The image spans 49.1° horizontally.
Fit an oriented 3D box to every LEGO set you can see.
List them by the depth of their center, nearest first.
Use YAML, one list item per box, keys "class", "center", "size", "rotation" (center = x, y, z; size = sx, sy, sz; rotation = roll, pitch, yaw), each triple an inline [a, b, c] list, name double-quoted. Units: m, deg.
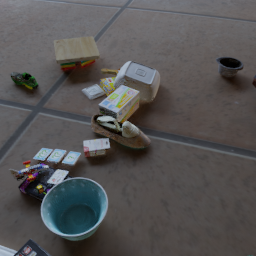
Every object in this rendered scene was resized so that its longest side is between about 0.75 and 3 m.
- class: "LEGO set"
  center: [-2.548, 1.160, 8.627]
  size: [1.497, 0.492, 2.004]
  rotation: [7, 33, 15]

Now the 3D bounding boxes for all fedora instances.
- class: "fedora"
  center: [4.605, -2.766, 12.894]
  size: [1.335, 0.603, 1.181]
  rotation: [-16, 48, -25]

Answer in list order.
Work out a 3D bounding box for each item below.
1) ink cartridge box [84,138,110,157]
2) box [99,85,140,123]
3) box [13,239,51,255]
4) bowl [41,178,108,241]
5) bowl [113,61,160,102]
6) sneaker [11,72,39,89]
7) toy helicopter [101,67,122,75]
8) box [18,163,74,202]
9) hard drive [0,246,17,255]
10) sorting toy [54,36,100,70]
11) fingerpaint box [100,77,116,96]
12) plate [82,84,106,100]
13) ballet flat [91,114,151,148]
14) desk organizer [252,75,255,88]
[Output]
- class: "ink cartridge box"
  center: [-1.058, 0.657, 9.557]
  size: [0.872, 0.294, 0.508]
  rotation: [-7, 44, -5]
- class: "box"
  center: [-0.306, -0.852, 10.764]
  size: [0.875, 0.789, 1.556]
  rotation: [24, 49, 23]
- class: "box"
  center: [-2.224, 3.983, 5.602]
  size: [2.098, 0.640, 2.649]
  rotation: [33, 51, 19]
- class: "bowl"
  center: [-1.362, 2.262, 7.455]
  size: [1.702, 0.890, 1.702]
  rotation: [0, 45, 0]
- class: "bowl"
  center: [0.455, -2.093, 11.854]
  size: [1.859, 0.695, 1.862]
  rotation: [21, 47, 3]
- class: "sneaker"
  center: [-4.572, -2.234, 12.329]
  size: [1.471, 0.627, 0.574]
  rotation: [20, 47, 20]
- class: "toy helicopter"
  center: [-0.449, -2.559, 12.693]
  size: [1.549, 0.611, 1.024]
  rotation: [6, 37, 5]
- class: "box"
  center: [-2.397, 1.727, 8.473]
  size: [1.451, 0.262, 1.038]
  rotation: [19, 47, 20]
- class: "hard drive"
  center: [-3.153, 3.715, 6.406]
  size: [1.219, 0.243, 1.848]
  rotation: [13, 46, 12]
- class: "sorting toy"
  center: [-2.515, -3.628, 13.719]
  size: [2.002, 0.701, 2.014]
  rotation: [-10, 45, -11]
- class: "fingerpaint box"
  center: [-0.659, -1.761, 11.985]
  size: [0.795, 0.349, 0.952]
  rotation: [-14, 46, -25]
- class: "plate"
  center: [-1.466, -1.583, 12.011]
  size: [0.799, 0.129, 0.798]
  rotation: [-27, 51, -25]
- class: "ballet flat"
  center: [-0.312, 0.061, 9.826]
  size: [2.325, 0.782, 0.792]
  rotation: [16, 46, 16]
- class: "desk organizer"
  center: [6.046, -2.195, 12.206]
  size: [0.678, 0.728, 1.890]
  rotation: [30, 51, 27]
